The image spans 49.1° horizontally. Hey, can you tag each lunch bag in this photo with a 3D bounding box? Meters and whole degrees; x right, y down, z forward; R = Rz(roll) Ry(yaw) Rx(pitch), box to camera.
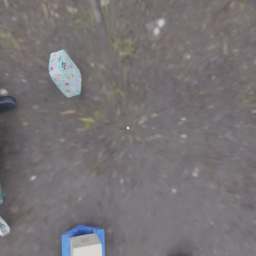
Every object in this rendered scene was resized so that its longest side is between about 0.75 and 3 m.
[{"bbox_3d":[-1.432,-1.277,6.495,0.385,0.999,0.801,-10,56,14],"label":"lunch bag"}]

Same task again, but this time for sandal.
[{"bbox_3d":[-3.652,-0.521,6.922,1.724,0.655,0.369,-13,71,-10],"label":"sandal"}]

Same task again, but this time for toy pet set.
[{"bbox_3d":[-1.092,3.199,6.173,1.885,1.001,1.760,-2,92,-18],"label":"toy pet set"}]

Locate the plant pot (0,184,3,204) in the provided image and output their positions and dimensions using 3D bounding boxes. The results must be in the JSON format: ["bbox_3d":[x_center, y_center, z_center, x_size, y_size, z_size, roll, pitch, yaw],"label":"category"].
[{"bbox_3d":[-3.664,0.737,5.660,2.252,2.252,2.206,-22,75,-3],"label":"plant pot"}]

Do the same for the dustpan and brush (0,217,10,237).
[{"bbox_3d":[-3.033,2.054,6.385,0.898,0.627,0.257,38,76,1],"label":"dustpan and brush"}]
